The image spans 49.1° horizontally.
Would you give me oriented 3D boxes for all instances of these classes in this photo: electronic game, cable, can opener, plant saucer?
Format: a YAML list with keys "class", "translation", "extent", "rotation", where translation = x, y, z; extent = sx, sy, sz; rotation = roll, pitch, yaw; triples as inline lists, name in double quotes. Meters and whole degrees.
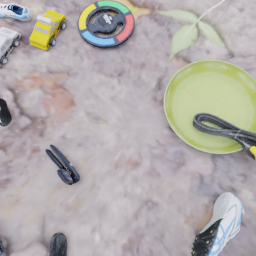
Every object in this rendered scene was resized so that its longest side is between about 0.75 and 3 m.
- class: "electronic game"
  translation: [-0.666, -3.190, 8.536]
  extent: [1.749, 0.364, 1.749]
  rotation: [0, 70, 0]
- class: "cable"
  translation: [2.917, 0.170, 6.762]
  extent: [1.320, 0.684, 2.719]
  rotation: [-36, 59, -23]
- class: "can opener"
  translation: [-1.648, 0.897, 7.049]
  extent: [0.405, 0.503, 1.279]
  rotation: [-38, 65, -4]
- class: "plant saucer"
  translation: [2.297, -0.570, 7.551]
  extent: [2.700, 0.419, 2.700]
  rotation: [0, 70, 1]

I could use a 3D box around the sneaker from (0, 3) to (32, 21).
- class: "sneaker"
  translation: [-3.667, -3.658, 8.645]
  extent: [1.369, 0.496, 0.492]
  rotation: [11, 71, 6]

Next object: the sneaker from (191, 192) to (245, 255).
- class: "sneaker"
  translation: [2.032, 2.260, 6.077]
  extent: [0.740, 0.733, 2.041]
  rotation: [47, 51, 2]

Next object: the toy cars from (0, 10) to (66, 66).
- class: "toy cars"
  translation: [-3.091, -2.745, 8.237]
  extent: [2.808, 0.622, 1.259]
  rotation: [-24, 71, -8]

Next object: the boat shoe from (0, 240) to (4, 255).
- class: "boat shoe"
  translation: [-3.688, 2.254, 6.412]
  extent: [0.937, 0.731, 2.065]
  rotation: [-34, 81, -12]

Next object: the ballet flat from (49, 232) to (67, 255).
- class: "ballet flat"
  translation: [-1.628, 3.063, 6.340]
  extent: [0.439, 0.375, 1.321]
  rotation: [18, 69, -33]

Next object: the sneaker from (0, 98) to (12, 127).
- class: "sneaker"
  translation: [-3.320, -0.322, 7.297]
  extent: [0.420, 0.363, 0.959]
  rotation: [-43, 51, 19]
